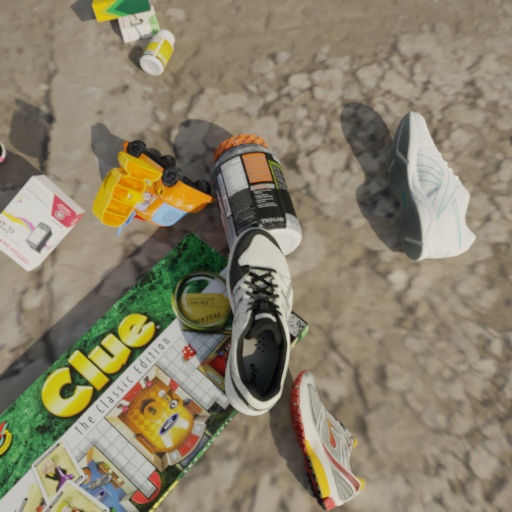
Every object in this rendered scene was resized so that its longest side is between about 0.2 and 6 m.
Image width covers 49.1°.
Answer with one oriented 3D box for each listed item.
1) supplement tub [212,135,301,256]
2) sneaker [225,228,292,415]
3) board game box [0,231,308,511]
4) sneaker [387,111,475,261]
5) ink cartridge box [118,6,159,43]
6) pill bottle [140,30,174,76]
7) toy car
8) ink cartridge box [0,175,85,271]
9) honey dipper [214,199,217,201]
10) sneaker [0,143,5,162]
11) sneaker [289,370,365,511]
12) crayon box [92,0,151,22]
[{"bbox_3d":[-0.050,-1.056,10.223,1.318,1.318,2.150,-12,65,-6],"label":"supplement tub"},{"bbox_3d":[0.142,0.887,8.471,1.109,1.285,2.932,2,74,-10],"label":"sneaker"},{"bbox_3d":[-1.868,2.243,9.059,2.788,0.624,5.322,36,69,18],"label":"board game box"},{"bbox_3d":[3.270,-1.324,10.608,1.217,1.069,3.038,0,70,-10],"label":"sneaker"},{"bbox_3d":[-2.690,-5.292,12.784,0.848,0.356,0.617,-16,65,-7],"label":"ink cartridge box"},{"bbox_3d":[-2.143,-4.481,12.297,0.533,0.533,0.949,16,65,7],"label":"pill bottle"},{"bbox_3d":[-2.111,-1.161,9.169,1.937,3.949,1.314,34,99,10],"label":"toy car"},{"bbox_3d":[-3.903,-0.586,9.909,1.032,0.598,1.398,41,95,-10],"label":"ink cartridge box"},{"bbox_3d":[-0.719,-1.088,10.890,0.817,0.155,0.155,-2,64,-9],"label":"honey dipper"},{"bbox_3d":[-5.846,-2.607,11.165,0.799,0.948,2.167,-37,70,-16],"label":"sneaker"},{"bbox_3d":[1.066,2.790,8.750,0.842,0.798,2.049,-13,74,-11],"label":"sneaker"},{"bbox_3d":[-3.005,-5.760,12.631,1.211,0.409,1.404,-12,37,-2],"label":"crayon box"}]
